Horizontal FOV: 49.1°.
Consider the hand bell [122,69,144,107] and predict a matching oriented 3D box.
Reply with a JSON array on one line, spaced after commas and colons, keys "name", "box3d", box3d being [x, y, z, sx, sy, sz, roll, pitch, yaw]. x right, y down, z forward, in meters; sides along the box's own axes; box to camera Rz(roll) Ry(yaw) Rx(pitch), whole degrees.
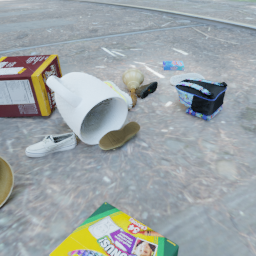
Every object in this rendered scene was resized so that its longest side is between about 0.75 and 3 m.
[{"name": "hand bell", "box3d": [0.259, -1.852, 13.973, 1.181, 1.181, 2.268, 0, 44, 1]}]

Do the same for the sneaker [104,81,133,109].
[{"name": "sneaker", "box3d": [-0.910, -1.503, 13.258, 1.096, 0.948, 2.426, -26, 41, -30]}]

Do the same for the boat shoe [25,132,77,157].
[{"name": "boat shoe", "box3d": [-2.833, 0.570, 10.320, 1.871, 0.615, 0.673, -9, 34, -14]}]

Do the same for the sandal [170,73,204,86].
[{"name": "sandal", "box3d": [3.260, -2.611, 15.352, 1.885, 0.767, 0.463, 5, -7, 8]}]

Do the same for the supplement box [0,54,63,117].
[{"name": "supplement box", "box3d": [-4.793, -2.011, 12.946, 2.849, 1.891, 2.810, -1, 33, 6]}]

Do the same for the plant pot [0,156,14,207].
[{"name": "plant pot", "box3d": [-4.672, 1.374, 8.252, 1.892, 1.892, 2.030, -27, 28, -35]}]

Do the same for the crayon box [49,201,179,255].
[{"name": "crayon box", "box3d": [-0.293, 3.006, 6.498, 2.265, 0.660, 1.955, 22, 39, 30]}]

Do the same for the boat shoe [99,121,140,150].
[{"name": "boat shoe", "box3d": [-0.317, 0.393, 10.750, 1.889, 0.592, 0.692, -26, 67, -30]}]

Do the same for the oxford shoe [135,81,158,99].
[{"name": "oxford shoe", "box3d": [0.967, -2.078, 14.470, 0.672, 0.579, 1.593, 23, 40, 34]}]

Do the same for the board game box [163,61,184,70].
[{"name": "board game box", "box3d": [2.839, -3.929, 17.593, 1.268, 0.285, 0.964, 1, 33, 1]}]

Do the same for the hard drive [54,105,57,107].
[{"name": "hard drive", "box3d": [-3.725, -1.198, 13.510, 1.004, 0.127, 0.662, -2, 33, -4]}]

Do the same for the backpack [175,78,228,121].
[{"name": "backpack", "box3d": [3.175, -1.435, 12.713, 2.050, 1.379, 1.872, 23, 39, 29]}]

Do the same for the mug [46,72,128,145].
[{"name": "mug", "box3d": [-1.805, -1.066, 10.543, 2.569, 2.164, 2.931, 43, 8, 33]}]
